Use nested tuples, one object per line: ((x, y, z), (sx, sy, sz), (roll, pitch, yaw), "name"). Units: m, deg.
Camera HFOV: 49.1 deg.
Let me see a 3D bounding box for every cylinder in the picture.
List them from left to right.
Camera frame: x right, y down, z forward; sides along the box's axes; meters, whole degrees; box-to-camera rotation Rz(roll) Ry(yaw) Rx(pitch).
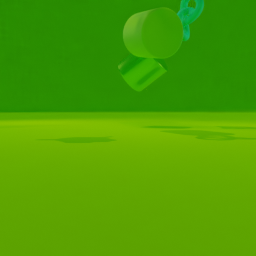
((0.531, -2.179, 9.972), (1.287, 1.287, 1.287), (-36, -12, 24), "cylinder")
((0.678, -2.630, 7.878), (1.277, 1.277, 1.277), (-2, 15, -25), "cylinder")

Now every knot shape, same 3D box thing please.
((2.111, -4.027, 10.338), (0.771, 1.670, 1.562), (22, 5, -2), "knot shape")
